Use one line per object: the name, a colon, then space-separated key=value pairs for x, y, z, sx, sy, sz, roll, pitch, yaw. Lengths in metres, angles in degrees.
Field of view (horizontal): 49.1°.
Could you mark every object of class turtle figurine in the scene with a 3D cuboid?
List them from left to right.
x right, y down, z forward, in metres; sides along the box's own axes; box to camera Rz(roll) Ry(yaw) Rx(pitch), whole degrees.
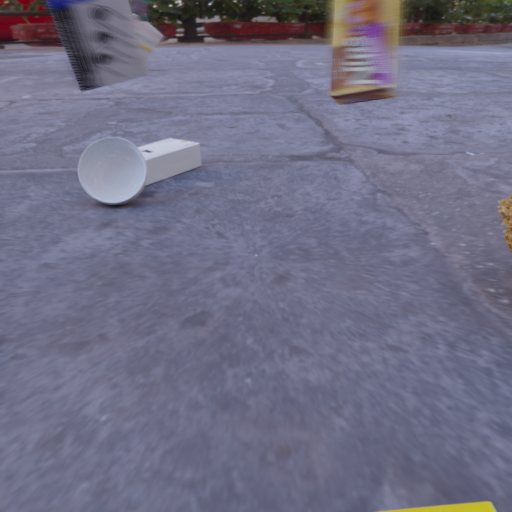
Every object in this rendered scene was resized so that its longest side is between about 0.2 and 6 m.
turtle figurine: x=-1.267 y=-3.465 z=6.829 sx=0.841 sy=1.123 sz=0.565 roll=35 pitch=0 yaw=33

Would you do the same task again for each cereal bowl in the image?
cereal bowl: x=-2.896 y=-1.684 z=11.493 sx=1.392 sy=1.392 sz=0.580 roll=-1 pitch=-9 yaw=-3

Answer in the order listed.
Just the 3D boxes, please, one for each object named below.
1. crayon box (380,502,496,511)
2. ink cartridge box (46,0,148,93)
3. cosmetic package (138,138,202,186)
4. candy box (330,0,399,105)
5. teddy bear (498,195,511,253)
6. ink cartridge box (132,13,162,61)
crayon box: x=1.230 y=2.427 z=3.633 sx=1.357 sy=0.459 sz=1.573 roll=-1 pitch=26 yaw=-6
ink cartridge box: x=-1.937 y=-2.923 z=6.492 sx=0.876 sy=1.863 sz=0.412 roll=-18 pitch=45 yaw=-7
cosmetic package: x=-2.478 y=-2.181 z=13.098 sx=1.037 sy=0.636 sz=2.513 roll=17 pitch=30 yaw=30
candy box: x=1.485 y=-2.847 z=7.657 sx=0.832 sy=1.427 sz=0.403 roll=0 pitch=-8 yaw=29
teddy bear: x=5.044 y=-0.012 z=7.898 sx=3.438 sy=1.148 sz=2.493 roll=-8 pitch=54 yaw=-22
ink cartridge box: x=-2.314 y=-3.984 z=10.530 sx=0.666 sy=0.905 sz=0.655 roll=37 pitch=3 yaw=-24
